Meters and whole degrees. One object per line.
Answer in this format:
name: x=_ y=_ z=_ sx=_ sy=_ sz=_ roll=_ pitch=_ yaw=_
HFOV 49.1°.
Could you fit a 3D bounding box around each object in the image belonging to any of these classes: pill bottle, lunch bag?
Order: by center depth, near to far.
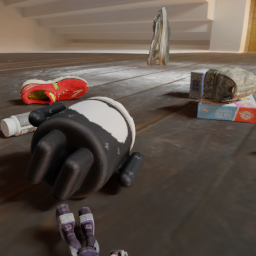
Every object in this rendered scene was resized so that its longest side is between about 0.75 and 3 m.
pill bottle: x=-3.200 y=-0.121 z=8.462 sx=0.613 sy=0.613 sz=1.078 roll=17 pitch=25 yaw=40
lunch bag: x=3.719 y=-1.551 z=10.072 sx=1.673 sy=1.166 sz=1.403 roll=-14 pitch=22 yaw=-34

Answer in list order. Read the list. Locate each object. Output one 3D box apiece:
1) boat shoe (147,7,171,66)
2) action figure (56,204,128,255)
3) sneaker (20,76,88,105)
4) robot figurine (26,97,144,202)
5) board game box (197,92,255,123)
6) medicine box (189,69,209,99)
boat shoe: x=1.182 y=-3.516 z=10.755 sx=0.792 sy=2.471 sz=0.911 roll=-1 pitch=-16 yaw=18
action figure: x=-0.539 y=1.629 z=3.612 sx=1.020 sy=0.544 sz=1.568 roll=0 pitch=21 yaw=-21
sneaker: x=-3.140 y=-1.468 z=12.135 sx=2.918 sy=1.124 sz=1.239 roll=-9 pitch=36 yaw=-10
robot figurine: x=-0.828 y=0.292 z=5.629 sx=1.652 sy=1.989 sz=2.647 roll=-18 pitch=12 yaw=25
board game box: x=3.807 y=-0.912 z=10.849 sx=2.014 sy=0.531 sz=2.632 roll=6 pitch=20 yaw=17
medicine box: x=3.540 y=-2.099 z=13.231 sx=0.693 sy=1.226 sz=1.346 roll=17 pitch=25 yaw=40
